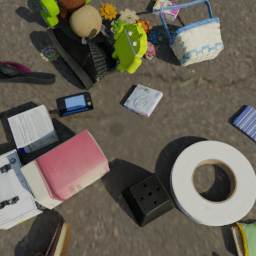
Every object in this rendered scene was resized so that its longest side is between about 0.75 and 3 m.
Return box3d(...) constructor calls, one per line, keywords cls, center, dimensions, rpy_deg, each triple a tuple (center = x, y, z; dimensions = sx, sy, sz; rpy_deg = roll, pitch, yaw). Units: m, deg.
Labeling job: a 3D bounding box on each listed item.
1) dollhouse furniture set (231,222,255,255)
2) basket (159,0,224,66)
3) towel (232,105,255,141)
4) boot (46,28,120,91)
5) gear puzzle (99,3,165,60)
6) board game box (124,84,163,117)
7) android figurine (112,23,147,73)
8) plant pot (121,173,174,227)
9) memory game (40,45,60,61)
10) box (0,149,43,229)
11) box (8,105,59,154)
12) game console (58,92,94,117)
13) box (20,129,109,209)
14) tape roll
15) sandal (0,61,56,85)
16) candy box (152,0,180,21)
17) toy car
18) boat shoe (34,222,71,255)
box3d(cls="dollhouse furniture set", center=(4.018, 4.017, 8.169), dimensions=(1.274, 0.985, 2.550), rpy_deg=(-6, 67, -3))
box3d(cls="basket", center=(2.489, -3.768, 10.983), dimensions=(2.102, 1.658, 2.384), rpy_deg=(-15, 89, -8))
box3d(cls="towel", center=(4.744, -0.063, 10.357), dimensions=(1.506, 0.180, 1.090), rpy_deg=(42, 71, 14))
box3d(cls="boot", center=(-1.502, -3.177, 11.053), dimensions=(2.312, 1.164, 3.093), rpy_deg=(-37, 82, -7))
box3d(cls="gear puzzle", center=(0.158, -4.183, 11.420), dimensions=(2.919, 0.382, 1.512), rpy_deg=(35, 70, -8))
box3d(cls="board game box", center=(0.579, -1.049, 10.555), dimensions=(1.071, 0.233, 1.076), rpy_deg=(24, 69, 29))
box3d(cls="android figurine", center=(0.040, -2.774, 9.624), dimensions=(0.379, 1.847, 1.681), rpy_deg=(-8, 71, -35))
box3d(cls="plant pot", center=(0.642, 2.177, 8.840), dimensions=(1.338, 1.187, 1.335), rpy_deg=(-28, 69, -10))
box3d(cls="memory game", center=(-3.238, -3.134, 11.681), dimensions=(0.858, 0.055, 0.858), rpy_deg=(0, 67, 0))
box3d(cls="box", center=(-3.836, 1.992, 9.188), dimensions=(1.301, 0.671, 2.231), rpy_deg=(-26, 69, -10))
box3d(cls="box", center=(-3.359, 0.059, 9.978), dimensions=(1.352, 0.709, 1.243), rpy_deg=(-23, 70, -10))
box3d(cls="game console", center=(-1.954, -0.877, 10.359), dimensions=(1.277, 0.743, 1.123), rpy_deg=(-13, 68, -6))
box3d(cls="box", center=(-1.918, 1.352, 9.000), dimensions=(2.351, 1.503, 1.281), rpy_deg=(-32, 71, -13))
box3d(cls="tape roll", center=(2.812, 1.810, 9.348), dimensions=(2.824, 0.516, 2.824), rpy_deg=(0, 68, 0))
box3d(cls="sandal", center=(-4.208, -2.154, 10.690), dimensions=(2.831, 0.678, 1.064), rpy_deg=(2, 29, -7))
box3d(cls="candy box", center=(1.710, -5.270, 12.430), dimensions=(1.065, 0.325, 0.726), rpy_deg=(23, 70, 10))
box3d(cls="toy car", center=(-1.855, -4.422, 11.583), dimensions=(2.271, 2.181, 2.765), rpy_deg=(-39, 101, -11))
box3d(cls="boat shoe", center=(-2.530, 4.085, 8.161), dimensions=(1.022, 1.024, 2.839), rpy_deg=(17, 74, 5))
